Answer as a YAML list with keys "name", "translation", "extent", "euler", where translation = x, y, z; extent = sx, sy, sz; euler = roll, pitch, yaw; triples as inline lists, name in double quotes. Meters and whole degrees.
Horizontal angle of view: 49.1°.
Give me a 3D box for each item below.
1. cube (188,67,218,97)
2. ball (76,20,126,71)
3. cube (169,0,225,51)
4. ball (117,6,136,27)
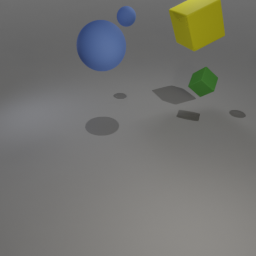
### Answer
- name: "cube"
  translation: [2.797, -1.706, 10.423]
  extent: [0.700, 0.700, 0.700]
  euler: [-23, 37, 54]
- name: "ball"
  translation: [-0.754, -2.324, 7.958]
  extent: [1.400, 1.400, 1.400]
  euler: [0, 30, 0]
- name: "cube"
  translation: [2.607, -3.994, 10.615]
  extent: [1.400, 1.400, 1.400]
  euler: [-28, 37, -5]
- name: "ball"
  translation: [-0.059, -4.056, 10.187]
  extent: [0.700, 0.700, 0.700]
  euler: [0, 30, 0]
